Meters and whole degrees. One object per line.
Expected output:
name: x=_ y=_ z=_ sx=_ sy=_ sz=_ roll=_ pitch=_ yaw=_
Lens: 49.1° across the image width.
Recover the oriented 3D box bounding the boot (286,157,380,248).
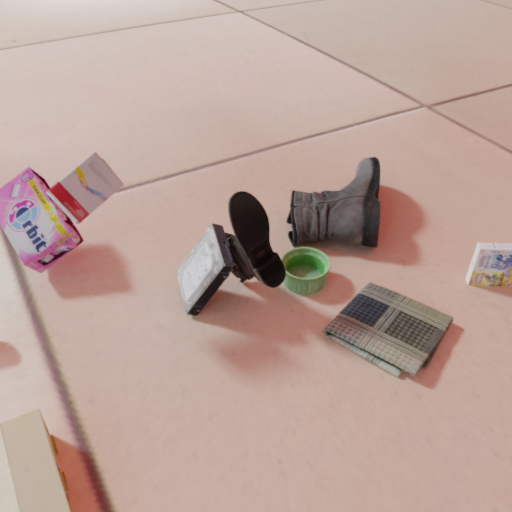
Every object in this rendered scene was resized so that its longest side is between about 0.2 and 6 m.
boot: x=1.601 y=-1.233 z=11.561 sx=1.848 sy=0.980 sz=2.807 roll=3 pitch=36 yaw=10

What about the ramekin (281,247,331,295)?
ramekin: x=0.877 y=0.283 z=10.087 sx=0.895 sy=0.437 sz=0.895 roll=0 pitch=40 yaw=0

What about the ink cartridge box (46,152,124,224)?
ink cartridge box: x=-2.539 y=-1.001 z=8.322 sx=0.893 sy=0.646 sz=0.649 roll=-45 pitch=17 yaw=-15

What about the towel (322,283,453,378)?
towel: x=2.194 y=1.190 z=9.195 sx=1.661 sy=0.287 sz=1.599 roll=24 pitch=42 yaw=29

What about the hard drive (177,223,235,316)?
hard drive: x=-0.878 y=0.240 z=9.384 sx=0.256 sy=1.354 sz=0.946 roll=12 pitch=44 yaw=-34

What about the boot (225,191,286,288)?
boot: x=-0.301 y=-0.228 z=9.302 sx=0.621 sy=1.794 sz=1.562 roll=-29 pitch=19 yaw=-23

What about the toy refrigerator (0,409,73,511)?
toy refrigerator: x=-2.674 y=2.762 z=6.956 sx=0.574 sy=0.623 sz=1.642 roll=-20 pitch=43 yaw=-22

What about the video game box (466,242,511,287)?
video game box: x=4.224 y=0.160 z=9.887 sx=0.810 sy=0.889 sz=0.208 roll=3 pitch=42 yaw=5

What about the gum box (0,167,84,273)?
gum box: x=-4.018 y=-0.620 z=10.221 sx=0.996 sy=0.580 sz=1.755 roll=-37 pitch=70 yaw=-1
